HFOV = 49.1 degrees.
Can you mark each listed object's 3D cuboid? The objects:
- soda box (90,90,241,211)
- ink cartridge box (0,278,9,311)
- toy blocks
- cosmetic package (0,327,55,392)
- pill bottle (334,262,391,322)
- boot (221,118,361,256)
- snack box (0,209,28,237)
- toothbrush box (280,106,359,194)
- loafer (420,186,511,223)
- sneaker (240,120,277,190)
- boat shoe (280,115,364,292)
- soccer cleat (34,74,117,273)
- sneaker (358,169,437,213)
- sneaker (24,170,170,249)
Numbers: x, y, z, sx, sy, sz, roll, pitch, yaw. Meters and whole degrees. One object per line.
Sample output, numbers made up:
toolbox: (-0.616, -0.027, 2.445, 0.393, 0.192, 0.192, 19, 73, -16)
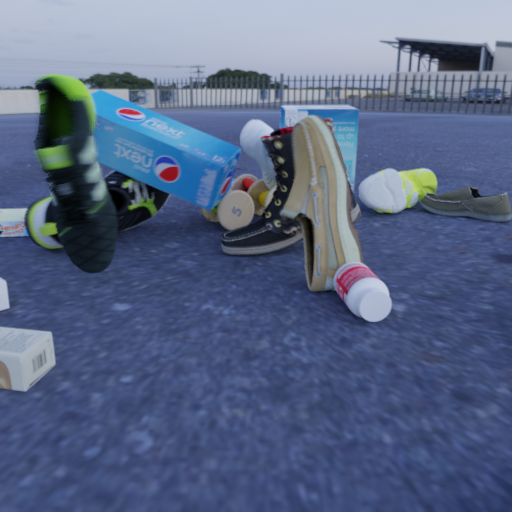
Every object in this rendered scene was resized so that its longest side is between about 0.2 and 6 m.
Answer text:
soda box: (-2.063, -2.154, 11.280, 3.287, 1.055, 1.115, 24, 35, 6)
ink cartridge box: (-4.143, 0.600, 7.923, 1.017, 0.429, 0.743, -16, 24, -40)
toy blocks: (-0.533, -1.369, 13.187, 2.071, 0.902, 2.485, -11, 20, -28)
cosmetic package: (-3.000, 1.123, 6.312, 1.240, 0.441, 0.652, 4, 19, 12)
pill bottle: (1.512, 0.515, 7.927, 0.594, 0.594, 1.058, -2, 18, -8)
boot: (0.466, -1.241, 10.389, 2.734, 2.058, 1.000, -15, 22, 1)
snack box: (-5.446, -0.710, 11.996, 2.004, 0.372, 1.164, -2, 18, -7)
toothbrush box: (1.486, -2.418, 13.834, 1.807, 2.468, 1.053, 0, 21, -2)
loafer: (4.961, -1.318, 13.261, 2.119, 0.738, 0.797, 11, 21, 31)
sneaker: (0.594, -1.924, 12.413, 1.018, 0.894, 2.541, 35, -5, 40)
boat shoe: (0.866, -0.792, 8.632, 1.042, 2.737, 0.981, -13, -4, -11)
soccer cleat: (-2.834, -1.198, 8.517, 1.031, 3.055, 1.238, -7, 5, 6)
sneaker: (3.225, -1.598, 14.061, 2.788, 1.056, 1.465, -8, 5, -38)
sneaker: (-2.794, -0.990, 11.272, 1.514, 1.311, 3.655, -1, 24, 42)
